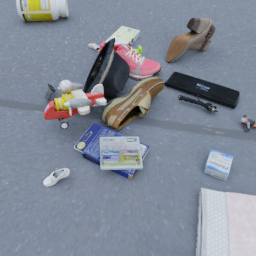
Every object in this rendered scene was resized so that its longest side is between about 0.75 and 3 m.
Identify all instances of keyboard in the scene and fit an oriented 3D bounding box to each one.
[{"bbox_3d":[2.905,-1.399,11.344,2.984,0.307,1.896,22,45,19],"label":"keyboard"}]

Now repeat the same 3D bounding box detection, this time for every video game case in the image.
[{"bbox_3d":[-0.238,0.793,8.967,1.311,0.145,1.194,0,52,-8],"label":"video game case"}]

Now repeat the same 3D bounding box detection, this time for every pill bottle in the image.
[{"bbox_3d":[-4.585,-6.565,15.182,2.519,1.416,1.416,-3,48,-4],"label":"pill bottle"}]

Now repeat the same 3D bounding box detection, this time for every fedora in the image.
[{"bbox_3d":[-0.716,-2.093,11.010,1.279,2.800,2.800,25,46,-18],"label":"fedora"}]

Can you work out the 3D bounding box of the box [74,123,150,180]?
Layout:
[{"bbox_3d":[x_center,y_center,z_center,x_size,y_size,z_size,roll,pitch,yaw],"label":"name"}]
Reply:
[{"bbox_3d":[-0.543,0.720,9.356,2.187,0.354,1.325,24,52,14],"label":"box"}]

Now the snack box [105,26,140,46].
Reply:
[{"bbox_3d":[-0.261,-4.455,14.016,1.066,0.340,1.835,22,52,18],"label":"snack box"}]

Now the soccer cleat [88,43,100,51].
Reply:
[{"bbox_3d":[-1.591,-3.918,13.602,0.791,0.271,0.337,15,46,7],"label":"soccer cleat"}]

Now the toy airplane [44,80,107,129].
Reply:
[{"bbox_3d":[-1.725,-1.022,9.380,1.986,1.401,1.977,-2,38,34],"label":"toy airplane"}]

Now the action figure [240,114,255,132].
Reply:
[{"bbox_3d":[4.512,-0.276,10.252,0.847,0.458,0.875,8,48,-4],"label":"action figure"}]

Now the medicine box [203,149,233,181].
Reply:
[{"bbox_3d":[2.890,1.178,8.967,0.720,0.407,0.791,18,51,16],"label":"medicine box"}]

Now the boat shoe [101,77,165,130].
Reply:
[{"bbox_3d":[0.337,-0.850,10.453,2.813,1.064,1.039,-36,62,-18],"label":"boat shoe"}]

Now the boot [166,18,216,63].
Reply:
[{"bbox_3d":[3.019,-3.921,12.983,1.798,2.459,0.864,7,39,-44],"label":"boot"}]

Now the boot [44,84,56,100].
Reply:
[{"bbox_3d":[-3.163,-1.438,11.124,0.505,0.268,0.767,-53,33,9],"label":"boot"}]

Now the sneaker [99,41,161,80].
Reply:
[{"bbox_3d":[0.004,-2.971,12.080,2.926,1.269,1.079,14,50,11],"label":"sneaker"}]

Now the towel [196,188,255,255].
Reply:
[{"bbox_3d":[3.089,2.899,7.440,2.469,0.417,2.585,8,50,7],"label":"towel"}]

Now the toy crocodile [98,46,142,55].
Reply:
[{"bbox_3d":[-0.363,-3.564,13.026,2.085,0.644,0.704,10,49,10],"label":"toy crocodile"}]

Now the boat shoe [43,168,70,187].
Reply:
[{"bbox_3d":[-2.242,1.471,8.564,0.933,0.323,0.330,-32,59,7],"label":"boat shoe"}]
